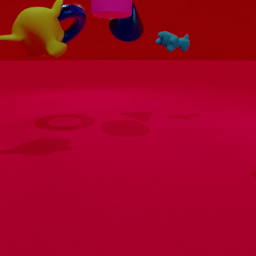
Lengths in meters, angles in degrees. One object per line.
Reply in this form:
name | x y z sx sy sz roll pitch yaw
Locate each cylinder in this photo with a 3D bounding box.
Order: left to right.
cylinder | -0.494 -3.995 8.350 1.216 1.216 1.216 0 13 0

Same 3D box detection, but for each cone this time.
cone | 0.055 -3.837 9.517 1.282 1.282 1.286 -3 -14 -11

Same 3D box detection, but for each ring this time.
ring | -2.148 -3.151 8.835 1.895 0.379 1.895 -32 -3 -2

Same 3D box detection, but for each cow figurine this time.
cow figurine | 1.550 -2.939 9.467 1.030 0.565 1.013 35 43 17

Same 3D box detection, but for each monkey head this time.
monkey head | -1.983 -2.173 6.419 1.762 1.062 1.268 -40 43 -14
